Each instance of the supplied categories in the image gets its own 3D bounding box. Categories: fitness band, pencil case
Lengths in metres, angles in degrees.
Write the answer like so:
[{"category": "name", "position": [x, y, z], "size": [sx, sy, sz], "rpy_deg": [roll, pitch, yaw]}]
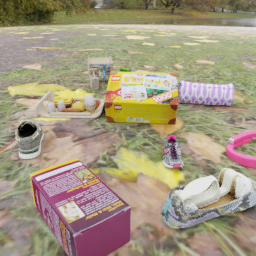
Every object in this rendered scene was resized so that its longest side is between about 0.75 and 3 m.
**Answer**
[{"category": "fitness band", "position": [4.238, 0.649, 9.137], "size": [2.147, 0.402, 1.542], "rpy_deg": [-16, 30, -28]}, {"category": "pencil case", "position": [3.656, -1.664, 13.063], "size": [2.560, 1.074, 1.094], "rpy_deg": [5, 58, 8]}]

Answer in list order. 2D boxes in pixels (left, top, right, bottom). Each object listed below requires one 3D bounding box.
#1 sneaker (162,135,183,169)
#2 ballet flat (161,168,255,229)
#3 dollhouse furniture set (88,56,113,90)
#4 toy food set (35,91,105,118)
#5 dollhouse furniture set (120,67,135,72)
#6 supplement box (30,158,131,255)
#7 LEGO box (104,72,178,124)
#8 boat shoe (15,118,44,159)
[{"category": "sneaker", "position": [1.366, 0.763, 8.719], "size": [0.589, 0.545, 1.461], "rpy_deg": [0, 27, -2]}, {"category": "ballet flat", "position": [2.166, 1.514, 6.640], "size": [2.977, 1.071, 1.071], "rpy_deg": [-11, 28, -23]}, {"category": "dollhouse furniture set", "position": [-1.504, -2.888, 15.777], "size": [1.360, 1.352, 1.929], "rpy_deg": [-5, 50, -12]}, {"category": "toy food set", "position": [-2.381, -1.233, 12.458], "size": [2.871, 0.867, 2.060], "rpy_deg": [1, 26, 3]}, {"category": "dollhouse furniture set", "position": [0.714, -2.738, 15.399], "size": [2.024, 1.016, 1.326], "rpy_deg": [23, 34, 39]}, {"category": "supplement box", "position": [-1.111, 1.734, 6.189], "size": [1.277, 0.991, 2.314], "rpy_deg": [-18, 31, -32]}, {"category": "LEGO box", "position": [0.594, -1.295, 11.654], "size": [2.850, 1.100, 2.123], "rpy_deg": [2, 45, 4]}, {"category": "boat shoe", "position": [-3.432, 0.151, 9.748], "size": [0.887, 0.742, 2.483], "rpy_deg": [-7, 27, -15]}]
